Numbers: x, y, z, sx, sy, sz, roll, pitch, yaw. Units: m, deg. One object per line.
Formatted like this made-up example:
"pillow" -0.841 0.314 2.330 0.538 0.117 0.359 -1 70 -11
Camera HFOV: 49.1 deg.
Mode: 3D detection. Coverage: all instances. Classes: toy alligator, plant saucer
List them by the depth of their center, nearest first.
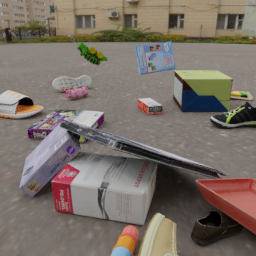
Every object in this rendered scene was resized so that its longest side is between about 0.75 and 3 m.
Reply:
"plant saucer" 2.348 1.409 4.820 1.811 0.332 1.808 5 15 -35
"toy alligator" -1.530 -2.774 10.401 1.790 0.486 0.531 23 -14 -37

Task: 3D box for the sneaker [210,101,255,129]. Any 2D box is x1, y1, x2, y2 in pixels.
"sneaker" 3.848 -0.514 9.587 2.103 0.871 0.754 -2 21 -6

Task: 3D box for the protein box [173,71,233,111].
"protein box" 3.034 -1.604 11.774 1.954 1.328 1.969 0 21 -1

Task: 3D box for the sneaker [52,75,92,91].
"sneaker" -2.959 -2.239 14.609 2.084 0.803 0.853 -10 -1 -31

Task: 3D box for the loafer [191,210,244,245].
"loafer" 1.577 1.593 4.736 1.156 0.412 0.422 -13 25 -30

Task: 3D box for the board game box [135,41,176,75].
"board game box" 0.971 -2.483 9.947 1.316 0.995 0.241 -11 4 -9

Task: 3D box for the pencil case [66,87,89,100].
"pencil case" -2.339 -1.620 13.020 0.451 0.472 1.090 32 34 33

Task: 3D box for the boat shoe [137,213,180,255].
"boat shoe" 0.383 2.018 3.112 0.859 0.958 2.588 14 27 9

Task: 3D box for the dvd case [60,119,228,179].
"dvd case" 0.325 0.449 5.738 2.913 0.233 2.166 20 -3 -35

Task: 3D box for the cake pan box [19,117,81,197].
"cake pan box" -1.703 0.555 6.223 1.540 0.403 1.419 -46 26 4

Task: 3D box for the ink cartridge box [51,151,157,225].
"ink cartridge box" -0.385 1.118 5.518 1.758 0.733 1.276 5 22 14

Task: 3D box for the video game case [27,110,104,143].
"video game case" -1.951 -0.125 9.268 1.871 0.370 2.064 4 21 10

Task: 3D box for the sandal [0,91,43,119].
"sandal" -4.809 -0.981 10.796 3.057 0.876 1.171 5 22 12

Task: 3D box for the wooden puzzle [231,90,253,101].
"wooden puzzle" 5.118 -1.607 13.310 1.364 0.254 1.261 4 22 11

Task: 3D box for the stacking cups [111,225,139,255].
"stacking cups" -0.113 1.877 4.005 0.398 0.398 1.315 5 22 14

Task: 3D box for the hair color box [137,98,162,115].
"hair color box" 0.862 -0.882 11.260 0.603 0.364 1.188 -6 21 -18
